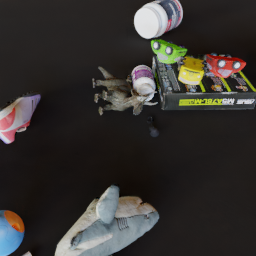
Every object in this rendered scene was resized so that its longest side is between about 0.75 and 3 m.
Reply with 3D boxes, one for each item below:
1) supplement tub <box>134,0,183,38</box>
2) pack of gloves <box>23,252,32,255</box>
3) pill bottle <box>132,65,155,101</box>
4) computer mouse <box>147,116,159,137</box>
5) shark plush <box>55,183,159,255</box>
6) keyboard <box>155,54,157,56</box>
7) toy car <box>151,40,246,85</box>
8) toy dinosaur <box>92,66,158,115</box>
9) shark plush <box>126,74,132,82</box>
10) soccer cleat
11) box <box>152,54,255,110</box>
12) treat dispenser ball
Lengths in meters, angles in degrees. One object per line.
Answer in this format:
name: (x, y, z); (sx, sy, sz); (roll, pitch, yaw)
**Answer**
supplement tub: (1.481, -5.286, 13.414); (1.538, 1.538, 2.191); (26, 46, 28)
pack of gloves: (-1.983, 2.772, 4.415); (1.414, 0.279, 1.188); (-28, 46, -30)
pill bottle: (0.515, -1.474, 9.309); (0.753, 0.753, 1.341); (-1, 38, -2)
computer mouse: (0.710, -0.080, 8.054); (0.277, 0.161, 0.947); (-5, 39, -5)
shark plush: (-0.548, 2.143, 4.728); (1.184, 1.291, 2.843); (43, 43, 2)
keyboard: (1.624, -3.243, 12.045); (0.602, 0.098, 0.948); (18, 43, 21)
toy car: (1.818, -2.110, 8.762); (2.914, 0.650, 2.742); (-18, 40, -40)
toy dinosaur: (-0.326, -1.102, 8.890); (1.383, 1.041, 2.704); (-5, 32, -25)
shark plush: (0.266, -1.901, 10.163); (0.383, 0.351, 0.844); (31, 48, 33)
soccer cleat: (-3.131, -0.403, 8.101); (0.835, 0.896, 2.448); (-22, 18, 15)
box: (2.416, -1.668, 9.585); (2.890, 0.711, 2.992); (0, 37, -3)
treat dispenser ball: (-2.303, 1.908, 5.087); (0.798, 0.798, 0.798); (0, 39, 0)
